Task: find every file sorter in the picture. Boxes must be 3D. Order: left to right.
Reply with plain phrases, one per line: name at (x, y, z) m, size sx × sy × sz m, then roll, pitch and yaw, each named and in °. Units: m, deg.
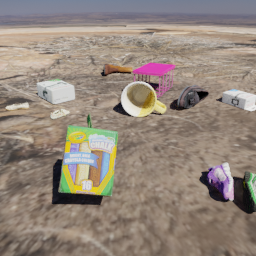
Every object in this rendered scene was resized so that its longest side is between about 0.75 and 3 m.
file sorter at (1.259, -2.280, 13.373) m, size 1.376 × 1.242 × 1.980 m, roll 12°, pitch 27°, yaw 25°

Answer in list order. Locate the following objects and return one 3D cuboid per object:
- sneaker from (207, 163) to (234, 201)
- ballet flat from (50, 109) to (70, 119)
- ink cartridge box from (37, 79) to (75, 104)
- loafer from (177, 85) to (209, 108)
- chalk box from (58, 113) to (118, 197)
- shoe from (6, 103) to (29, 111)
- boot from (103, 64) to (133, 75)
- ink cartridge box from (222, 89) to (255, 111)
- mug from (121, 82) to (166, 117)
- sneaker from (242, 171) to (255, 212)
sneaker at (2.221, 1.300, 6.800) m, size 0.577 × 0.525 × 1.305 m, roll -2°, pitch 21°, yaw 11°
ballet flat at (-2.638, -0.582, 10.931) m, size 0.331 × 0.279 × 0.874 m, roll 18°, pitch 31°, yaw 34°
ink cartridge box at (-3.291, -1.689, 12.797) m, size 1.150 × 0.651 × 1.568 m, roll -20°, pitch 32°, yaw -36°
loafer at (2.836, -1.361, 11.994) m, size 0.736 × 0.840 × 2.336 m, roll 18°, pitch 28°, yaw 26°
chalk box at (-0.866, 0.575, 6.206) m, size 1.088 × 1.756 × 1.096 m, roll 9°, pitch -13°, yaw -11°
shoe at (-4.593, -0.901, 11.628) m, size 0.928 × 0.248 × 0.324 m, roll -5°, pitch 26°, yaw -11°
boot at (-0.598, -3.413, 16.803) m, size 1.737 × 0.595 × 1.635 m, roll 8°, pitch 18°, yaw 0°
ink cartridge box at (4.892, -1.216, 12.030) m, size 0.820 × 0.472 × 1.416 m, roll -19°, pitch 31°, yaw -34°
mug at (0.577, -1.132, 11.340) m, size 1.361 × 1.699 × 1.395 m, roll -29°, pitch 11°, yaw 14°
sneaker at (2.965, 1.433, 6.419) m, size 0.577 × 0.529 × 1.355 m, roll 9°, pitch 27°, yaw 18°
